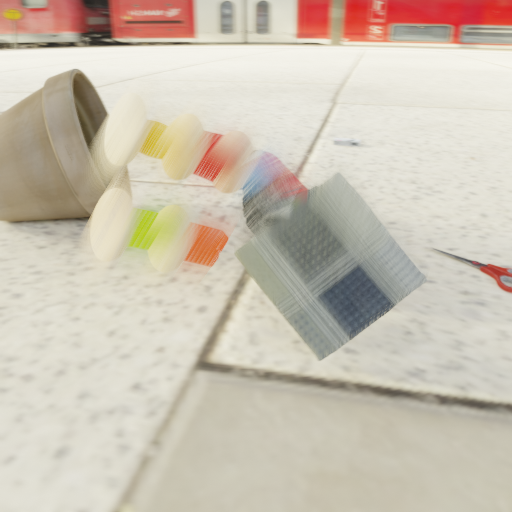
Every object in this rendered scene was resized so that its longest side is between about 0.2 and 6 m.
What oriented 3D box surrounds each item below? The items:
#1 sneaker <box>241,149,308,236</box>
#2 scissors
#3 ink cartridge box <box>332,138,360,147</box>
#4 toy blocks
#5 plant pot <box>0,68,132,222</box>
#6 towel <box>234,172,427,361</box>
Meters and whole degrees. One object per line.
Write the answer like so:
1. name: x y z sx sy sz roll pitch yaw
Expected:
1. sneaker: 0.740 -0.538 8.488 1.226 1.112 2.887 -6 47 -34
2. scissors: 3.446 0.161 8.450 0.642 0.122 1.754 -14 27 -23
3. ink cartridge box: 2.507 -3.163 15.433 0.711 0.155 0.617 7 27 15
4. toy blocks: -0.742 -0.736 7.116 2.386 1.989 0.866 10 -4 -42
5. plant pot: -3.746 -1.662 9.928 2.306 2.657 2.657 -18 26 1
6. towel: 0.821 0.099 6.330 1.572 1.633 0.282 -37 -3 -2
